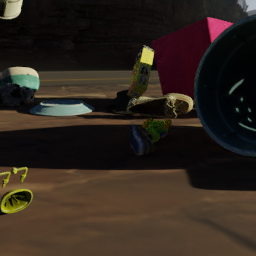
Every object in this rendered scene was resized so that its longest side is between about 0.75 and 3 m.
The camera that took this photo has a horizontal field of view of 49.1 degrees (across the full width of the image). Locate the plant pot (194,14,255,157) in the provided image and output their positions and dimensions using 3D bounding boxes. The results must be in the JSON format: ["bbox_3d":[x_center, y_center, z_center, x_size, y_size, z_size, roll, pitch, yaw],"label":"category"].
[{"bbox_3d":[3.512,-0.876,6.514,2.777,2.835,2.835,-2,12,-41],"label":"plant pot"}]

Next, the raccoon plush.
[{"bbox_3d":[-5.032,-1.408,12.045,2.021,0.978,1.354,0,6,0],"label":"raccoon plush"}]

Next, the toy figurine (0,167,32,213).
[{"bbox_3d":[-1.952,0.839,3.500,0.746,0.656,1.244,5,13,40],"label":"toy figurine"}]

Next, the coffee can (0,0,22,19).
[{"bbox_3d":[-2.657,-3.096,6.015,0.866,0.866,1.183,-10,-19,-34],"label":"coffee can"}]

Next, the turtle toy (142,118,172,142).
[{"bbox_3d":[0.694,0.054,6.920,0.666,0.462,0.914,4,15,19],"label":"turtle toy"}]

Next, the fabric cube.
[{"bbox_3d":[3.068,-2.683,11.879,2.722,2.766,2.775,-12,2,44],"label":"fabric cube"}]

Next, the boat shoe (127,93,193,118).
[{"bbox_3d":[1.061,-0.678,9.394,2.190,0.803,0.686,-3,20,12],"label":"boat shoe"}]

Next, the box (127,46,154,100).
[{"bbox_3d":[0.309,-1.311,6.598,0.316,1.262,0.475,22,-31,-16],"label":"box"}]

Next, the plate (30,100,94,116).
[{"bbox_3d":[-2.534,-0.842,10.857,2.463,0.315,2.463,1,15,0],"label":"plate"}]

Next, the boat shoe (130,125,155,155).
[{"bbox_3d":[0.311,0.283,6.223,0.432,0.431,1.194,2,23,-10],"label":"boat shoe"}]

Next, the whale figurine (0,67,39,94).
[{"bbox_3d":[-5.670,-2.052,14.264,2.747,1.425,2.185,-19,-10,42],"label":"whale figurine"}]

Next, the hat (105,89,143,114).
[{"bbox_3d":[0.140,-1.112,10.864,2.102,0.848,2.102,1,13,0],"label":"hat"}]
